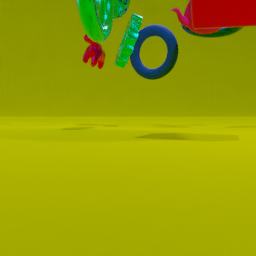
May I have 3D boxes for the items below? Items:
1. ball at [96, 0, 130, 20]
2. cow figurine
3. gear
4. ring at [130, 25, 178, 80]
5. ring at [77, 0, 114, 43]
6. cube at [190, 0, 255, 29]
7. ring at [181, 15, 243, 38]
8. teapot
[{"bbox_3d":[-0.538,-4.066,8.825,1.228,1.228,1.228,0,3,0],"label":"ball"},{"bbox_3d":[-1.226,-3.074,10.699,0.780,1.399,1.422,19,5,17],"label":"cow figurine"},{"bbox_3d":[-0.005,-2.659,8.616,0.299,1.616,1.616,18,-1,-11],"label":"gear"},{"bbox_3d":[0.968,-2.914,10.838,2.063,2.063,0.413,2,8,32],"label":"ring"},{"bbox_3d":[-0.721,-3.035,6.523,0.401,2.004,2.004,3,3,11],"label":"ring"},{"bbox_3d":[1.586,-2.149,3.683,1.242,1.242,1.242,9,40,30],"label":"cube"},{"bbox_3d":[2.816,-3.575,9.291,2.094,0.419,2.094,-6,41,5],"label":"ring"},{"bbox_3d":[2.015,-3.104,7.389,1.938,0.949,1.205,-19,47,-7],"label":"teapot"}]
